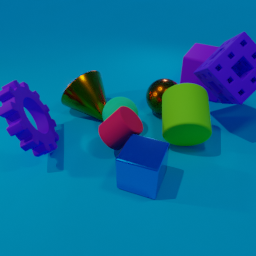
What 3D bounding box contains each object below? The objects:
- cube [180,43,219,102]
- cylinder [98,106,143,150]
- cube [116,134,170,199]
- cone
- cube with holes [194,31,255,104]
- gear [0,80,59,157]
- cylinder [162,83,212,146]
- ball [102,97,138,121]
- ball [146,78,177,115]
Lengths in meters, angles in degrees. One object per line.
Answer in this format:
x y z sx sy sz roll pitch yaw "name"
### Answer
2.684 -1.935 9.643 1.376 1.376 1.376 18 42 21 "cube"
-0.183 0.008 7.079 0.824 0.824 0.824 36 31 -26 "cylinder"
0.340 0.864 6.433 0.956 0.956 0.956 14 40 17 "cube"
-0.967 -0.668 8.565 1.525 1.525 1.531 -32 75 -34 "cone"
2.775 -1.517 7.445 1.253 1.253 1.253 -45 6 2 "cube with holes"
-2.447 -0.243 7.053 0.359 1.943 1.943 -26 38 9 "gear"
1.532 -0.334 7.435 1.242 1.242 1.242 2 60 3 "cylinder"
-0.214 -0.377 7.967 1.022 1.022 1.022 0 38 0 "ball"
1.111 -0.962 8.616 1.122 1.122 1.122 0 38 0 "ball"
